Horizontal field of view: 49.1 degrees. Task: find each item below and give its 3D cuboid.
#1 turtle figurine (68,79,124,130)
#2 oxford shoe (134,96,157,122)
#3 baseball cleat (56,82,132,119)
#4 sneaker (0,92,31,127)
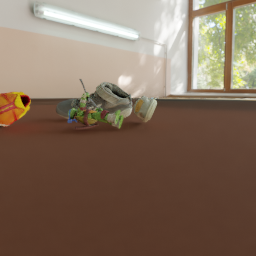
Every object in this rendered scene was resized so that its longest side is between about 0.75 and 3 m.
[{"bbox_3d":[-0.807,-0.578,7.420,1.406,1.044,1.450,16,46,13],"label":"turtle figurine"},{"bbox_3d":[0.484,-0.597,8.469,0.603,0.785,2.087,23,3,3],"label":"oxford shoe"},{"bbox_3d":[-1.257,-1.017,9.949,2.798,1.489,0.976,-1,46,1],"label":"baseball cleat"},{"bbox_3d":[-3.251,-0.571,7.927,1.049,0.992,2.719,-23,18,-16],"label":"sneaker"}]
